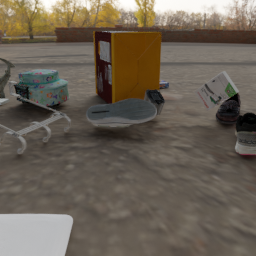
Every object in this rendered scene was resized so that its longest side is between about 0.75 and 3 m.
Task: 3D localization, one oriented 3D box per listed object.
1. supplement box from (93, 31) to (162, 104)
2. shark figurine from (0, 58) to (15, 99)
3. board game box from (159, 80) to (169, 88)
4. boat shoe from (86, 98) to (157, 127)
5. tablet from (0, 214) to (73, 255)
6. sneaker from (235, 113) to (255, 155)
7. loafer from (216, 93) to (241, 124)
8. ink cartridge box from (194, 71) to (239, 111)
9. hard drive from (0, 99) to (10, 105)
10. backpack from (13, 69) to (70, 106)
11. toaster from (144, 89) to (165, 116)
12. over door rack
[{"bbox_3d":[-0.133,-2.398,10.988,1.784,2.650,2.686,-8,22,-20],"label":"supplement box"},{"bbox_3d":[-5.250,-1.761,11.594,0.971,2.327,1.390,50,7,17],"label":"shark figurine"},{"bbox_3d":[1.235,-2.152,13.801,1.311,0.226,0.887,-7,22,-18],"label":"board game box"},{"bbox_3d":[-0.169,-0.403,8.255,2.047,0.753,0.683,1,-23,10],"label":"boat shoe"},{"bbox_3d":[-1.663,1.851,3.261,1.667,0.175,2.562,0,21,-1],"label":"tablet"},{"bbox_3d":[3.178,-0.030,7.250,0.730,0.866,1.980,9,22,23],"label":"sneaker"},{"bbox_3d":[3.407,-0.728,9.392,0.759,0.665,2.112,9,22,23],"label":"loafer"},{"bbox_3d":[2.726,-1.125,8.686,1.073,0.784,0.452,-37,-7,34],"label":"ink cartridge box"},{"bbox_3d":[-5.205,-1.041,11.021,0.866,0.114,0.571,3,21,9],"label":"hard drive"},{"bbox_3d":[-3.169,-1.505,10.639,1.845,1.389,1.638,18,28,29],"label":"backpack"},{"bbox_3d":[0.852,-0.809,9.205,0.541,0.615,0.952,-2,39,-18],"label":"toaster"},{"bbox_3d":[-3.083,-0.294,7.717,2.493,0.830,1.842,31,31,17],"label":"over door rack"}]
